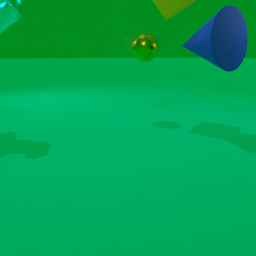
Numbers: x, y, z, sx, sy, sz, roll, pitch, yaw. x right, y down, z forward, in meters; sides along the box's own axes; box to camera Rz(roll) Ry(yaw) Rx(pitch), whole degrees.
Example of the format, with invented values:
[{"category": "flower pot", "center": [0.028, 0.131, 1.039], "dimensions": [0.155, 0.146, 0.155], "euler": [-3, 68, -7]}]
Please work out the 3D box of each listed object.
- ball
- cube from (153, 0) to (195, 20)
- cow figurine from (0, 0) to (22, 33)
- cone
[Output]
[{"category": "ball", "center": [0.522, -2.410, 8.458], "dimensions": [0.821, 0.821, 0.821], "euler": [0, 15, 0]}, {"category": "cube", "center": [1.313, -4.000, 8.174], "dimensions": [0.987, 0.987, 0.987], "euler": [-24, 33, 35]}, {"category": "cow figurine", "center": [-3.359, -2.657, 6.951], "dimensions": [1.748, 0.960, 1.720], "euler": [-33, 12, -1]}, {"category": "cone", "center": [2.020, -2.242, 7.365], "dimensions": [1.544, 1.544, 1.550], "euler": [-12, 14, -37]}]
